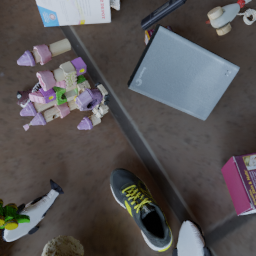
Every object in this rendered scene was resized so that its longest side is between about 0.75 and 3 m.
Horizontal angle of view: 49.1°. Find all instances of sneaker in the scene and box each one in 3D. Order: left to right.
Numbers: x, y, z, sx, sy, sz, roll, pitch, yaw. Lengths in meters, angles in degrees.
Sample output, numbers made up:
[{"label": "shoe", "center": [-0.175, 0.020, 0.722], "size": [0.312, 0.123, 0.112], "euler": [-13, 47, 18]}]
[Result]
[{"label": "sneaker", "center": [-3.155, -1.178, 8.924], "size": [0.676, 0.443, 1.171], "euler": [20, 66, 13]}, {"label": "sneaker", "center": [0.364, 1.894, 7.039], "size": [0.885, 1.006, 2.377], "euler": [-33, 68, -16]}]

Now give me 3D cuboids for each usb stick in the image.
[{"label": "usb stick", "center": [0.946, -3.197, 7.710], "size": [1.465, 0.239, 0.406], "euler": [-24, 47, 36]}]

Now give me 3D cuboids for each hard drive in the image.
[{"label": "hard drive", "center": [1.516, -1.456, 7.793], "size": [2.596, 1.812, 0.427], "euler": [21, 25, -17]}]

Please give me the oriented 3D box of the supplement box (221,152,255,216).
[{"label": "supplement box", "center": [3.758, 1.346, 7.265], "size": [2.102, 1.085, 1.376], "euler": [-9, 63, -4]}]

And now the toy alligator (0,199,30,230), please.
[{"label": "toy alligator", "center": [-2.972, 1.869, 6.058], "size": [0.510, 1.881, 0.558], "euler": [-38, 47, 10]}]

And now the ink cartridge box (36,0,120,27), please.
[{"label": "ink cartridge box", "center": [-1.771, -5.055, 10.090], "size": [2.876, 1.848, 1.801], "euler": [-5, 62, -4]}]

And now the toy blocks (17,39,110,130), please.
[{"label": "toy blocks", "center": [-2.021, -0.779, 7.720], "size": [2.000, 2.220, 2.376], "euler": [-29, 69, -22]}]

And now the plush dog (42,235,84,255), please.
[{"label": "plush dog", "center": [-1.000, 3.750, 5.815], "size": [2.167, 2.024, 2.523], "euler": [27, 64, -13]}]

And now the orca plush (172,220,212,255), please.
[{"label": "orca plush", "center": [1.747, 3.310, 6.435], "size": [0.795, 1.176, 2.236], "euler": [19, 38, -30]}]

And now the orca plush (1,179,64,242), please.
[{"label": "orca plush", "center": [-2.542, 2.046, 7.195], "size": [0.628, 0.929, 1.766], "euler": [15, 62, 42]}]

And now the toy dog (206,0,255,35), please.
[{"label": "toy dog", "center": [3.625, -4.253, 10.219], "size": [2.025, 1.336, 0.975], "euler": [-25, 27, -17]}]

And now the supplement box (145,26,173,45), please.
[{"label": "supplement box", "center": [1.094, -3.206, 9.896], "size": [0.932, 0.514, 0.399], "euler": [-14, 64, -6]}]
